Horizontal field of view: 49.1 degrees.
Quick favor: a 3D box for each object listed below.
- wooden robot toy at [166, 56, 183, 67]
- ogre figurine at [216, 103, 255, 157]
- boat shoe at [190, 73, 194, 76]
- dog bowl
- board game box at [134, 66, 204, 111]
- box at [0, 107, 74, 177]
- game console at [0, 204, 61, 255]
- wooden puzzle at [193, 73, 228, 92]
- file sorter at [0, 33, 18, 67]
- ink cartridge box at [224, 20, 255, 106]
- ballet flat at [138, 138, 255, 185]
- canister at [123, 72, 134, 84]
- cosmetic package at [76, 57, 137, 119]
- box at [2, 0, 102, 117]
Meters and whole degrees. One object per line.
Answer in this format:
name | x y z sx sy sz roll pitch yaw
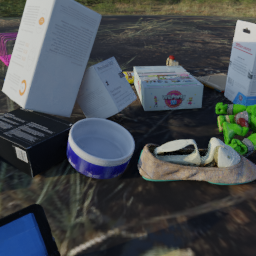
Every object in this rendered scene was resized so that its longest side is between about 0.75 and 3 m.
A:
wooden robot toy | 2.426 -3.069 13.966 0.880 0.854 1.939 10 27 -4
ogre figurine | 3.244 -0.083 7.637 1.362 1.115 2.272 -7 13 11
boat shoe | 2.083 -2.401 12.737 2.152 0.613 0.719 -8 28 -15
dog bowl | -0.649 0.448 6.612 1.535 0.604 1.535 14 34 -9
board game box | 1.432 -1.657 10.944 2.116 0.922 2.868 -3 26 -4
box | -2.576 0.244 7.222 2.165 0.854 1.528 18 34 32
game console | -1.552 1.997 3.675 1.580 0.920 1.390 -21 33 -34
wooden puzzle | 4.093 -1.966 12.229 1.982 0.369 1.833 -8 27 -24
file sorter | -6.456 -4.608 16.170 1.631 1.472 2.348 -15 31 -29
ink cartridge box | 4.389 -2.224 9.894 0.953 2.858 1.655 -3 27 -6
ballet flat | 1.629 0.705 6.211 2.802 0.942 0.954 -1 27 -3
canister | -0.131 -2.261 12.632 1.113 0.482 0.826 -3 27 -10
cosmetic package | -0.803 -1.163 8.798 1.275 1.546 1.274 -23 12 35
box | -2.219 -2.055 7.942 1.449 2.972 1.849 11 12 -44
